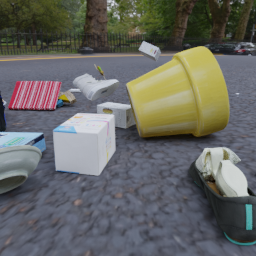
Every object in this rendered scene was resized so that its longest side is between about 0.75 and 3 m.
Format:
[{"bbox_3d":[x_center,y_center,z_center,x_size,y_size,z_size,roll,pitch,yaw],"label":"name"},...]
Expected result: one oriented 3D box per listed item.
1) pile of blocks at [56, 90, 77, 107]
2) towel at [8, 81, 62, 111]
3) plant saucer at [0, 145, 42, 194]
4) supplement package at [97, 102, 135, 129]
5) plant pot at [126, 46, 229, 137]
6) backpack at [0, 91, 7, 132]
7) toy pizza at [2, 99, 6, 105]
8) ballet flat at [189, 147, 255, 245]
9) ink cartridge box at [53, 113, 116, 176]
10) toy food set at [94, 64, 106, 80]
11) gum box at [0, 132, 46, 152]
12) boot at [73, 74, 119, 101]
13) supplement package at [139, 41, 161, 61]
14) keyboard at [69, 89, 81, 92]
[{"bbox_3d":[-3.569,-1.308,12.996,2.522,1.035,0.784,13,-22,10],"label":"pile of blocks"},{"bbox_3d":[-4.151,-1.453,12.532,2.172,0.244,1.571,2,60,5],"label":"towel"},{"bbox_3d":[-2.494,0.943,5.470,1.743,0.437,1.743,-24,-18,-9],"label":"plant saucer"},{"bbox_3d":[-0.430,-0.484,10.251,1.268,0.721,0.695,10,19,30],"label":"supplement package"},{"bbox_3d":[1.384,-0.905,8.862,2.586,2.748,2.748,-15,19,0],"label":"plant pot"},{"bbox_3d":[-4.565,-0.390,8.790,1.266,1.509,1.226,2,19,40],"label":"backpack"},{"bbox_3d":[-5.876,-1.058,10.190,2.643,0.419,2.643,5,13,-1],"label":"toy pizza"},{"bbox_3d":[1.894,0.967,5.498,0.974,0.980,2.864,-5,18,-2],"label":"ballet flat"},{"bbox_3d":[-1.027,0.312,7.285,1.121,1.092,1.743,4,19,11],"label":"ink cartridge box"},{"bbox_3d":[-1.291,-2.739,13.499,0.168,0.835,0.577,-34,49,8],"label":"toy food set"},{"bbox_3d":[-3.630,0.644,6.976,2.362,0.526,2.006,1,18,15],"label":"gum box"},{"bbox_3d":[-0.923,-1.343,8.381,0.802,0.618,1.679,40,25,10],"label":"boot"},{"bbox_3d":[0.971,-3.379,12.352,0.798,0.443,0.622,28,2,15],"label":"supplement package"},{"bbox_3d":[-2.101,-2.195,16.274,2.561,0.137,0.721,1,18,1],"label":"keyboard"}]
